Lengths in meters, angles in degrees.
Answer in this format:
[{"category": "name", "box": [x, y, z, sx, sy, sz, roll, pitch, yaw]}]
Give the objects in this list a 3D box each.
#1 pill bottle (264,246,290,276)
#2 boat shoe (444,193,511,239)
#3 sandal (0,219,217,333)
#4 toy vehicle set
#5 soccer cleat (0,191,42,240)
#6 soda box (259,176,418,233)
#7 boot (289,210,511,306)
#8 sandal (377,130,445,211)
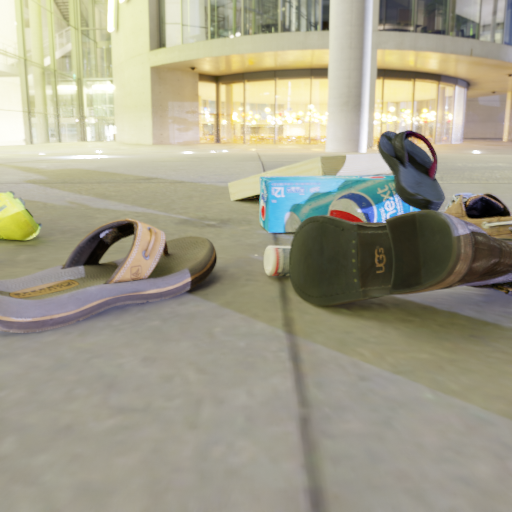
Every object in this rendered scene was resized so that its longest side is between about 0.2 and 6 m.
[{"category": "pill bottle", "box": [0.482, 0.072, 7.597, 0.681, 0.407, 0.407, 1, 12, -16]}, {"category": "boat shoe", "box": [3.367, -0.436, 8.515, 1.022, 1.024, 2.830, -5, 14, -21]}, {"category": "sandal", "box": [-1.740, 0.040, 6.693, 1.361, 0.909, 3.331, 12, 17, 41]}, {"category": "toy vehicle set", "box": [1.308, -2.039, 14.742, 2.382, 0.508, 3.834, -10, 2, -36]}, {"category": "soccer cleat", "box": [-5.094, -0.630, 10.314, 2.953, 0.955, 1.235, 14, 49, 35]}, {"category": "soda box", "box": [1.731, -1.072, 11.265, 3.244, 1.041, 1.100, -2, 13, -8]}, {"category": "boot", "box": [2.085, 0.137, 6.527, 2.579, 1.026, 2.963, 6, -3, -34]}, {"category": "sandal", "box": [3.010, -1.794, 10.500, 1.072, 0.682, 2.851, 14, 34, -10]}]
